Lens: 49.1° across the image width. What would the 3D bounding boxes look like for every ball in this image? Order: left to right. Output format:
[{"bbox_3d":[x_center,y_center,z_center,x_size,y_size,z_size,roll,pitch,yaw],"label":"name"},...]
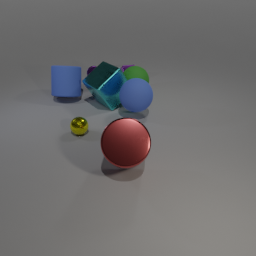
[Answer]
[{"bbox_3d":[-1.856,-0.083,10.660,0.700,0.700,0.700,0,30,0],"label":"ball"},{"bbox_3d":[0.358,-2.384,13.987,1.400,1.400,1.400,0,30,0],"label":"ball"},{"bbox_3d":[0.339,-1.354,11.603,1.400,1.400,1.400,0,30,0],"label":"ball"}]

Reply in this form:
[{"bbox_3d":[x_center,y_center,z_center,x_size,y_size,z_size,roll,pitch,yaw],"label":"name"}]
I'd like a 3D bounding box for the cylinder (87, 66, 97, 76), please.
[{"bbox_3d":[-1.728,-2.815,14.328,0.700,0.700,0.700,-2,11,-3],"label":"cylinder"}]

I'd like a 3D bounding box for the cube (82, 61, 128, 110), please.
[{"bbox_3d":[-0.918,-1.918,12.686,1.400,1.400,1.400,-46,45,-11],"label":"cube"}]

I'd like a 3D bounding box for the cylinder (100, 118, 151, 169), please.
[{"bbox_3d":[-0.061,0.500,8.340,1.400,1.400,1.400,0,-9,0],"label":"cylinder"}]

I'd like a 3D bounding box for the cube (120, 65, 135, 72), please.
[{"bbox_3d":[-0.003,-3.148,15.841,0.700,0.700,0.700,-7,3,-13],"label":"cube"}]

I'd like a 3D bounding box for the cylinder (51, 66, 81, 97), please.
[{"bbox_3d":[-2.942,-2.235,13.379,1.400,1.400,1.400,2,10,0],"label":"cylinder"}]
